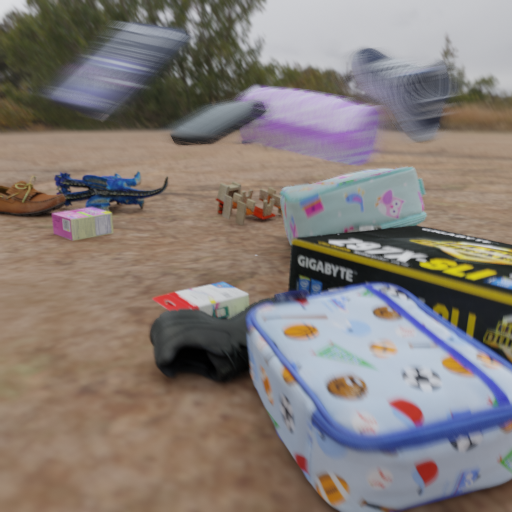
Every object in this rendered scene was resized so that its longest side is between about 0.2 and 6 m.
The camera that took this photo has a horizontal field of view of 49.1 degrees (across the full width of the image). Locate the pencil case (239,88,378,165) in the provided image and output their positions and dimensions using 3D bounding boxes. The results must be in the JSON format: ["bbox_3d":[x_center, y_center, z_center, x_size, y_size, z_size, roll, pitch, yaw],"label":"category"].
[{"bbox_3d":[0.821,-2.263,9.633,2.517,1.056,1.076,17,18,30],"label":"pencil case"}]

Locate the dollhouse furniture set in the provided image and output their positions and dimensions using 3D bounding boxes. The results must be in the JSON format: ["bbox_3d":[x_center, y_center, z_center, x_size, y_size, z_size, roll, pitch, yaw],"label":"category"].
[{"bbox_3d":[-0.230,-1.158,13.248,1.505,0.784,1.521,27,30,36],"label":"dollhouse furniture set"}]

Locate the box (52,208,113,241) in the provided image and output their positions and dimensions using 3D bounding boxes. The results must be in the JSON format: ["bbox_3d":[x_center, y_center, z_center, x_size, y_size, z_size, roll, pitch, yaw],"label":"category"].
[{"bbox_3d":[-3.601,-0.677,11.638,0.939,0.454,0.826,-14,21,-42],"label":"box"}]

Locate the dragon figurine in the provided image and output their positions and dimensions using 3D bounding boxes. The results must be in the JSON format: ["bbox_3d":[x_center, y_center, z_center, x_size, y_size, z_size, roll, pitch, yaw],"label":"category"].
[{"bbox_3d":[-3.679,-1.565,13.840,3.284,0.966,1.633,12,20,38],"label":"dragon figurine"}]

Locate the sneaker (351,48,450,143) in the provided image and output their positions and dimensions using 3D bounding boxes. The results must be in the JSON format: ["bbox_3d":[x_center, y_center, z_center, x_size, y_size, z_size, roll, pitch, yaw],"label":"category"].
[{"bbox_3d":[2.304,-2.880,8.933,0.722,2.061,1.118,-30,-21,-10],"label":"sneaker"}]

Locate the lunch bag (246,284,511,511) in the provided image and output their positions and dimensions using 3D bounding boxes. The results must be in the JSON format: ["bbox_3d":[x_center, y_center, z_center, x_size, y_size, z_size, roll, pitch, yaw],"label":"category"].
[{"bbox_3d":[1.006,0.983,4.771,1.881,0.887,2.348,-9,24,-15],"label":"lunch bag"}]

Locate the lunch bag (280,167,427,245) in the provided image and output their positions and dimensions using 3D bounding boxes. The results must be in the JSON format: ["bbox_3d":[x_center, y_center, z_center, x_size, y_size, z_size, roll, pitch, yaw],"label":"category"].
[{"bbox_3d":[1.685,-0.876,10.138,2.402,1.154,2.995,-11,9,1],"label":"lunch bag"}]

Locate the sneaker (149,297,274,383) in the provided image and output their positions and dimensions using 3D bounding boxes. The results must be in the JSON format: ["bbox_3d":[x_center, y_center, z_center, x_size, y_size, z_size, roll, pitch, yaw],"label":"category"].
[{"bbox_3d":[-0.181,0.946,5.815,1.840,0.699,0.835,-8,26,-4],"label":"sneaker"}]

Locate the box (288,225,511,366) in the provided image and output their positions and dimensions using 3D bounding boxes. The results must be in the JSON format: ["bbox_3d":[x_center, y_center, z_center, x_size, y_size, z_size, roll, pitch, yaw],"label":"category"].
[{"bbox_3d":[2.603,0.386,6.764,2.867,0.886,3.591,-9,18,-40],"label":"box"}]

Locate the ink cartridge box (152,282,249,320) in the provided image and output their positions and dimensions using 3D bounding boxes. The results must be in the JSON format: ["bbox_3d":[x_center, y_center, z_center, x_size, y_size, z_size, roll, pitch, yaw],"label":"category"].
[{"bbox_3d":[-0.698,0.666,7.073,1.076,0.362,0.625,-11,19,-34],"label":"ink cartridge box"}]

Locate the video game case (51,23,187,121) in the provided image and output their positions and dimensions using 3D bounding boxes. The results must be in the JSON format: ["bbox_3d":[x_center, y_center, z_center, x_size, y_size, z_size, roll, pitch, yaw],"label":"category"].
[{"bbox_3d":[-2.048,-2.798,8.338,1.320,0.175,1.847,26,70,39],"label":"video game case"}]

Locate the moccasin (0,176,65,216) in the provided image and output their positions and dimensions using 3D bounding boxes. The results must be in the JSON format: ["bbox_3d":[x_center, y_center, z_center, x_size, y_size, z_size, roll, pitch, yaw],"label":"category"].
[{"bbox_3d":[-5.711,-1.467,13.602,2.328,0.899,0.852,6,17,21],"label":"moccasin"}]

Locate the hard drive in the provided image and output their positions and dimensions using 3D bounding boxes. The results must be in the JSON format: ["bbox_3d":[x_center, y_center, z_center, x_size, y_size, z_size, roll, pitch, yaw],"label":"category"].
[{"bbox_3d":[-0.613,-1.958,8.323,0.988,0.233,1.416,-34,22,-17],"label":"hard drive"}]
